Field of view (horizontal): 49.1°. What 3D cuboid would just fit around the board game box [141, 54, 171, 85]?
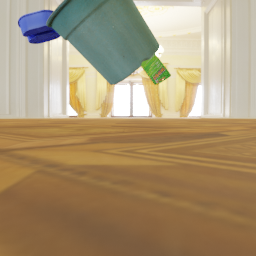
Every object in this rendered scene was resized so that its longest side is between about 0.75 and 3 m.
[{"bbox_3d":[1.042,-2.508,11.532,0.771,1.614,0.242,-33,-22,2],"label":"board game box"}]

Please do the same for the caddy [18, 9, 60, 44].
[{"bbox_3d":[-3.170,-3.734,10.175,1.576,0.827,1.114,-13,-10,2],"label":"caddy"}]

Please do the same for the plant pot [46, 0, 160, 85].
[{"bbox_3d":[-0.573,-2.987,8.738,2.744,2.688,2.744,-37,15,12],"label":"plant pot"}]
